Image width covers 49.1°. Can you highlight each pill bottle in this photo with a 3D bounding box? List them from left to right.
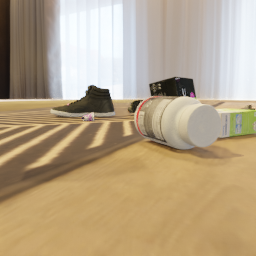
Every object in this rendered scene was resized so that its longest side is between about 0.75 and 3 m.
[{"bbox_3d":[0.957,-0.130,5.713,1.032,1.032,1.864,-3,8,-24],"label":"pill bottle"}]

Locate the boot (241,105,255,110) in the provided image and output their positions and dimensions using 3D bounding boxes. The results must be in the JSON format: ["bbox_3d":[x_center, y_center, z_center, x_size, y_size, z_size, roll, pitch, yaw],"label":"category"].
[{"bbox_3d":[4.375,-0.593,11.256,1.171,0.621,1.779,-4,2,16],"label":"boot"}]

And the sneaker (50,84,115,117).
[{"bbox_3d":[-2.092,-1.271,12.950,2.964,1.470,1.048,-2,9,-3],"label":"sneaker"}]

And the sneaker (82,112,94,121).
[{"bbox_3d":[-1.592,-0.449,11.147,0.487,0.309,0.854,-4,8,-5],"label":"sneaker"}]

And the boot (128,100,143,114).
[{"bbox_3d":[0.499,-0.855,13.333,1.433,0.743,2.194,-2,-2,41],"label":"boot"}]

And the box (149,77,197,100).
[{"bbox_3d":[2.128,-1.393,12.758,1.321,1.578,2.125,-10,1,35],"label":"box"}]

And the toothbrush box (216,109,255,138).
[{"bbox_3d":[2.552,-0.166,7.524,1.515,0.652,1.103,-6,9,-32],"label":"toothbrush box"}]
